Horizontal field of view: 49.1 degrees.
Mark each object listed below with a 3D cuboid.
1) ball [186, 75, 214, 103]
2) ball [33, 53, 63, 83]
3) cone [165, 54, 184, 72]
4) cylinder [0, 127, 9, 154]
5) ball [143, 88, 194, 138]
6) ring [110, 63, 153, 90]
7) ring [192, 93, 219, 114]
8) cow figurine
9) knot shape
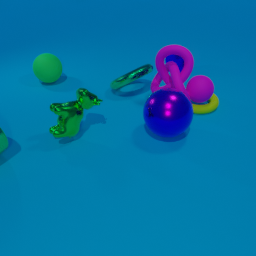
[{"bbox_3d":[2.046,-1.108,7.974,0.777,0.777,0.777,0,36,0],"label":"ball"},{"bbox_3d":[-2.700,-2.017,9.427,0.970,0.970,0.970,0,36,0],"label":"ball"},{"bbox_3d":[2.057,-2.579,10.370,0.953,0.950,0.950,-21,40,-39],"label":"cone"},{"bbox_3d":[-3.381,0.355,6.039,1.079,1.079,1.079,20,45,25],"label":"cylinder"},{"bbox_3d":[0.995,-0.378,6.980,1.243,1.243,1.243,0,36,0],"label":"ball"},{"bbox_3d":[0.107,-1.629,8.895,1.495,0.299,1.495,-26,9,4],"label":"ring"},{"bbox_3d":[2.072,-0.843,8.455,1.304,0.261,1.304,0,36,0],"label":"ring"},{"bbox_3d":[-1.281,-0.362,6.959,1.258,1.279,0.702,-3,16,-31],"label":"cow figurine"},{"bbox_3d":[1.167,-1.422,7.876,0.744,1.610,1.507,-14,5,-28],"label":"knot shape"}]
